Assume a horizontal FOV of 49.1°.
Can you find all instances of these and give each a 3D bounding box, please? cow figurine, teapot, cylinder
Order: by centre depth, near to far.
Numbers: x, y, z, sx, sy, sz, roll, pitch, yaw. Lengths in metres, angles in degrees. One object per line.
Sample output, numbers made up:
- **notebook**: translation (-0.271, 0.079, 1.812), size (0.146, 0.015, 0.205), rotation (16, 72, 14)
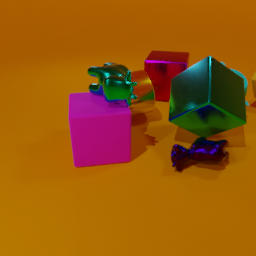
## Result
- **cow figurine**: translation (1.498, 0.553, 5.985), size (1.119, 0.614, 1.101), rotation (3, 18, 42)
- **cow figurine**: translation (-0.231, -1.020, 6.178), size (1.382, 0.771, 1.404), rotation (13, 29, 27)
- **cylinder**: translation (-0.038, -0.890, 7.808), size (1.237, 1.237, 1.237), rotation (-15, 32, -13)
- **teapot**: translation (3.102, -1.253, 8.481), size (1.185, 0.933, 1.906), rotation (-4, 57, -14)

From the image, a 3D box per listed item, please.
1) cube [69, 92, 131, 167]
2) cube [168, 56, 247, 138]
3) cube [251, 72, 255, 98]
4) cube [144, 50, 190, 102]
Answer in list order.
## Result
- **cube**: translation (-0.652, -0.024, 6.393), size (1.260, 1.260, 1.260), rotation (-5, 30, -9)
- **cube**: translation (1.851, -0.662, 6.599), size (1.252, 1.252, 1.252), rotation (23, 60, -28)
- **cube**: translation (4.196, -1.357, 8.176), size (0.807, 0.807, 0.807), rotation (17, 62, 41)
- **cube**: translation (1.299, -1.754, 9.387), size (1.329, 1.329, 1.329), rotation (6, 30, 12)
